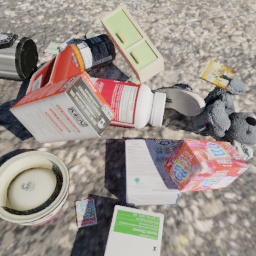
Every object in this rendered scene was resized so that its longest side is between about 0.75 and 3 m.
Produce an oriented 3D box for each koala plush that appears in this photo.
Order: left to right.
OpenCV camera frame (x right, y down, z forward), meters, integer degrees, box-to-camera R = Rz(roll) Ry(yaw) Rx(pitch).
[{"bbox_3d":[3.614,-0.196,9.665,2.312,2.125,2.050,32,66,-2],"label":"koala plush"}]

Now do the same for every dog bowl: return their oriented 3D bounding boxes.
[{"bbox_3d":[-2.847,1.857,8.423,2.314,0.853,2.314,0,53,0],"label":"dog bowl"}]

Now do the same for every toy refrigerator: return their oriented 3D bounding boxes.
[{"bbox_3d":[0.144,-3.087,10.215,1.031,0.950,2.715,-32,74,0],"label":"toy refrigerator"}]

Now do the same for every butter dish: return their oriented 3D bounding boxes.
[{"bbox_3d":[-2.469,-1.271,10.350,2.559,1.896,2.566,-28,43,31],"label":"butter dish"}]

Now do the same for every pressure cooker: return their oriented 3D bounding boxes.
[{"bbox_3d":[-5.011,-2.946,11.603,2.064,1.816,1.844,8,95,7],"label":"pressure cooker"}]

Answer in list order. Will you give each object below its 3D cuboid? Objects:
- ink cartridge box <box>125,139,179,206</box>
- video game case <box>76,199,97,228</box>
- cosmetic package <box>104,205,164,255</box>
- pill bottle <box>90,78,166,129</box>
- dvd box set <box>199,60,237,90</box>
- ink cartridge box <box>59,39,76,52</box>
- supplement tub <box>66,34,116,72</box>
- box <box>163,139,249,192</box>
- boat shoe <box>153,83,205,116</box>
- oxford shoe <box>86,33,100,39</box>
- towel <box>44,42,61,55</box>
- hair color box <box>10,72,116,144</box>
[{"bbox_3d":[0.694,1.209,8.901,1.570,0.879,2.302,0,54,-2],"label":"ink cartridge box"},{"bbox_3d":[-1.256,2.532,8.386,0.564,0.069,0.789,-9,52,-7],"label":"video game case"},{"bbox_3d":[0.057,3.452,7.013,1.387,1.094,2.578,8,51,4],"label":"cosmetic package"},{"bbox_3d":[-0.126,-0.847,10.073,2.835,1.591,1.591,9,52,7],"label":"pill bottle"},{"bbox_3d":[2.655,-1.579,8.297,0.884,0.130,0.647,30,82,17],"label":"dvd box set"},{"bbox_3d":[-2.622,-3.684,13.065,0.940,0.396,0.687,30,58,21],"label":"ink cartridge box"},{"bbox_3d":[-1.822,-3.116,12.070,2.412,1.290,1.290,-25,56,-18],"label":"supplement tub"},{"bbox_3d":[2.309,1.103,8.252,2.206,1.132,1.044,5,43,-37],"label":"box"},{"bbox_3d":[2.096,-1.181,10.194,1.212,0.976,2.614,-26,26,-23],"label":"boat shoe"},{"bbox_3d":[-1.349,-4.303,13.502,1.709,0.493,0.642,34,62,26],"label":"oxford shoe"},{"bbox_3d":[-3.535,-3.775,13.337,0.631,0.130,0.846,13,51,8],"label":"towel"},{"bbox_3d":[-1.763,-0.401,7.242,2.717,1.379,0.832,-6,39,43],"label":"hair color box"}]
